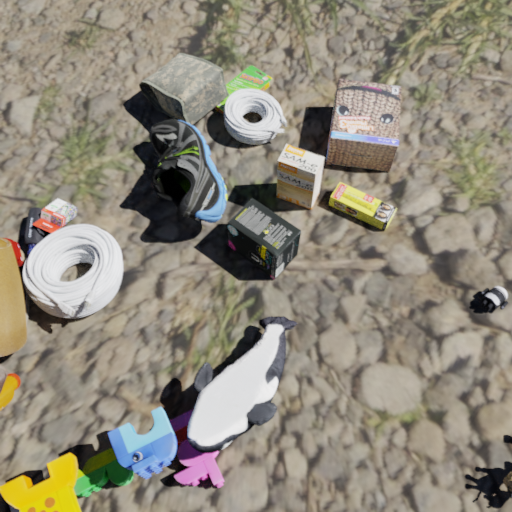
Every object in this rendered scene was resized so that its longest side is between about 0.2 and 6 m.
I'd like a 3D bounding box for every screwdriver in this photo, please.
[{"bbox_3d":[-4.589,0.309,11.237,0.425,0.407,2.920,11,60,-20],"label":"screwdriver"}]

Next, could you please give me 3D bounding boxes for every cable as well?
[{"bbox_3d":[-3.539,0.286,10.971,1.927,0.667,1.928,21,58,21],"label":"cable"},{"bbox_3d":[-0.071,-3.261,13.100,1.386,0.480,1.386,-10,68,-10],"label":"cable"}]

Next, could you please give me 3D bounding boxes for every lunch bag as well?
[{"bbox_3d":[-1.758,-4.022,13.310,1.695,0.996,1.390,36,69,27],"label":"lunch bag"}]

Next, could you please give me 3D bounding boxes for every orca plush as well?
[{"bbox_3d":[-0.246,2.303,9.768,1.494,1.010,2.840,10,47,12],"label":"orca plush"}]

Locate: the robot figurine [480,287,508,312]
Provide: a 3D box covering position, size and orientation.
[{"bbox_3d":[4.642,0.842,10.935,0.557,0.348,0.419,-37,98,-19],"label":"robot figurine"}]

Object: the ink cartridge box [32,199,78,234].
[{"bbox_3d":[-4.191,-0.837,11.699,0.497,0.229,0.911,24,33,3],"label":"ink cartridge box"}]

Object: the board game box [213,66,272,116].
[{"bbox_3d":[-0.383,-4.053,13.797,0.758,0.238,1.586,39,72,20],"label":"board game box"}]

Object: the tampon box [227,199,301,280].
[{"bbox_3d":[0.142,-0.338,11.256,1.257,0.942,0.794,35,65,19],"label":"tampon box"}]

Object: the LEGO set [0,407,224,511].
[{"bbox_3d":[-2.294,3.831,8.492,4.245,1.619,1.742,-24,65,-12],"label":"LEGO set"}]

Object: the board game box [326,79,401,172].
[{"bbox_3d":[2.461,-2.994,12.807,1.484,0.901,1.861,8,60,4],"label":"board game box"}]

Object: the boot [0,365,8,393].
[{"bbox_3d":[-5.589,2.721,8.494,3.175,1.094,3.407,14,94,0],"label":"boot"}]

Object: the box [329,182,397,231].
[{"bbox_3d":[2.279,-1.063,12.025,1.349,0.338,0.508,28,64,15],"label":"box"}]

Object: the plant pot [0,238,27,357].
[{"bbox_3d":[-4.859,0.609,9.820,1.707,1.707,1.831,13,104,7],"label":"plant pot"}]

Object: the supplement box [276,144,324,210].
[{"bbox_3d":[0.901,-1.630,11.760,0.853,1.354,0.498,21,65,12],"label":"supplement box"}]

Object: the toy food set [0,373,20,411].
[{"bbox_3d":[-5.749,2.599,9.518,3.067,1.380,1.464,-28,95,2],"label":"toy food set"}]

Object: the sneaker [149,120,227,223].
[{"bbox_3d":[-1.638,-1.904,11.750,1.270,1.087,3.066,1,45,-35],"label":"sneaker"}]

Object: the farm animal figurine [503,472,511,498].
[{"bbox_3d":[4.873,3.494,9.218,1.511,0.788,1.494,10,48,14],"label":"farm animal figurine"}]

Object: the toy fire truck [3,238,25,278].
[{"bbox_3d":[-5.306,-0.104,10.883,1.192,1.355,0.871,-19,62,-11],"label":"toy fire truck"}]
